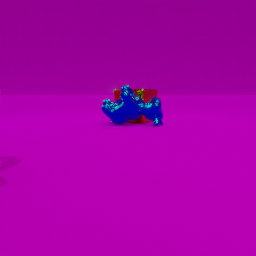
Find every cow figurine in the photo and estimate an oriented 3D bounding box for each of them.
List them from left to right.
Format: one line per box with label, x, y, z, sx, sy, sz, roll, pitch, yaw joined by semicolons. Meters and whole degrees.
cow figurine;0.213;-0.504;8.464;1.635;1.609;0.898;-34;22;19

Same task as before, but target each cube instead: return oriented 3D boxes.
cube;0.280;-0.774;9.557;1.108;1.108;1.108;4;9;31
